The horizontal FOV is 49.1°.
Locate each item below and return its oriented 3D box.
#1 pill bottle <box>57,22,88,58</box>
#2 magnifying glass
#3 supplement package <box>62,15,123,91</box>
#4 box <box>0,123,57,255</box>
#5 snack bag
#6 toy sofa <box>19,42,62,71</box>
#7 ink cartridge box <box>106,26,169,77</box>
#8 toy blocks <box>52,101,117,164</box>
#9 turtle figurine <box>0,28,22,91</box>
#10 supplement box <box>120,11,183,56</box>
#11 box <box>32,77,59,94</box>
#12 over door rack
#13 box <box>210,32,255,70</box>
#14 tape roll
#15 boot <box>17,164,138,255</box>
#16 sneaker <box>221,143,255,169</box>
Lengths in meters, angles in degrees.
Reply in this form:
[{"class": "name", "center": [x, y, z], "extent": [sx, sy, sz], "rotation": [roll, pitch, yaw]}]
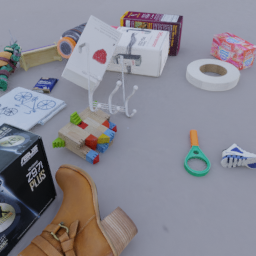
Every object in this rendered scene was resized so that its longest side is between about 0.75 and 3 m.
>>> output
[{"class": "pill bottle", "center": [-2.108, -3.718, 12.049], "extent": [1.214, 1.214, 2.285], "rotation": [14, 34, 16]}, {"class": "magnifying glass", "center": [1.872, 0.650, 7.752], "extent": [0.678, 0.191, 1.703], "rotation": [4, 39, 5]}, {"class": "supplement package", "center": [-1.250, -2.497, 9.650], "extent": [1.236, 1.220, 2.038], "rotation": [26, 78, -15]}, {"class": "box", "center": [-2.638, 1.404, 5.434], "extent": [1.023, 1.946, 2.377], "rotation": [17, 42, 21]}, {"class": "snack bag", "center": [-3.572, -0.508, 9.102], "extent": [2.224, 0.252, 2.359], "rotation": [18, 42, 22]}, {"class": "toy sofa", "center": [-3.764, -3.103, 11.885], "extent": [1.731, 0.717, 0.845], "rotation": [-24, 46, -26]}, {"class": "ink cartridge box", "center": [0.147, -3.261, 11.685], "extent": [2.878, 1.220, 2.096], "rotation": [11, 41, 10]}, {"class": "toy blocks", "center": [-0.979, 0.161, 7.923], "extent": [1.312, 0.959, 1.920], "rotation": [29, 48, 15]}, {"class": "turtle figurine", "center": [-4.913, -2.651, 10.847], "extent": [2.049, 1.378, 2.736], "rotation": [-7, 54, 14]}, {"class": "supplement box", "center": [1.061, -4.320, 12.744], "extent": [2.688, 1.483, 1.151], "rotation": [9, 40, 11]}, {"class": "box", "center": [-3.090, -1.663, 10.571], "extent": [0.643, 0.172, 1.062], "rotation": [5, 38, 6]}, {"class": "over door rack", "center": [-0.546, -1.529, 8.677], "extent": [1.682, 0.758, 2.277], "rotation": [6, 66, -47]}, {"class": "box", "center": [4.464, -3.305, 11.973], "extent": [0.858, 0.930, 1.813], "rotation": [-17, 44, -19]}, {"class": "tape roll", "center": [3.298, -2.104, 10.944], "extent": [2.029, 0.371, 2.029], "rotation": [0, 39, 0]}, {"class": "boot", "center": [-1.315, 1.975, 5.706], "extent": [1.983, 0.980, 2.555], "rotation": [-34, 57, -28]}, {"class": "sneaker", "center": [3.021, 0.704, 7.466], "extent": [1.123, 0.454, 0.649], "rotation": [2, 42, 5]}]
